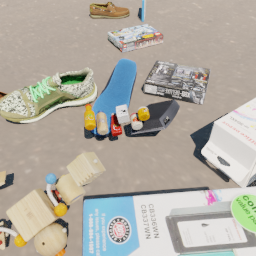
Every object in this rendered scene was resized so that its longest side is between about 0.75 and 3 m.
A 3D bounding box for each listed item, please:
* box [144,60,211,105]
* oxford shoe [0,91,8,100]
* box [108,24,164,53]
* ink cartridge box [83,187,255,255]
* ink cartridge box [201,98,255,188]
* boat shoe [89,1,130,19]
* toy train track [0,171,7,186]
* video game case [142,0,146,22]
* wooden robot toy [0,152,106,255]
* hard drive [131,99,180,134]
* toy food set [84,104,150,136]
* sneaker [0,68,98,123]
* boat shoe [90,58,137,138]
[{"bbox_3d":[1.560,-1.472,8.757,1.839,0.458,1.451,12,43,14],"label":"box"},{"bbox_3d":[-3.955,-0.910,8.112,1.389,0.495,0.496,5,45,10],"label":"oxford shoe"},{"bbox_3d":[0.299,-3.647,11.289,1.880,0.375,1.287,-19,45,-20],"label":"box"},{"bbox_3d":[0.893,2.131,3.450,2.734,1.996,2.005,-4,44,-6],"label":"ink cartridge box"},{"bbox_3d":[2.658,0.324,6.204,1.811,1.134,1.164,-26,48,-28],"label":"ink cartridge box"},{"bbox_3d":[-0.856,-5.615,13.308,1.947,0.662,0.700,-7,42,-8],"label":"boat shoe"},{"bbox_3d":[-3.330,0.994,6.031,1.687,0.479,2.942,-15,37,-6],"label":"toy train track"},{"bbox_3d":[0.759,-5.736,13.225,0.119,0.955,1.335,4,42,5],"label":"video game case"},{"bbox_3d":[-1.277,1.571,4.760,2.513,1.107,1.140,-37,76,0],"label":"wooden robot toy"},{"bbox_3d":[0.701,-0.325,7.117,0.995,0.312,1.475,-9,21,29],"label":"hard drive"},{"bbox_3d":[-0.249,-0.280,6.321,1.413,0.675,0.636,-13,54,2],"label":"toy food set"},{"bbox_3d":[-2.110,-1.066,7.506,2.806,1.243,1.079,-22,69,-22],"label":"sneaker"},{"bbox_3d":[-0.281,-0.716,7.553,1.018,0.831,2.420,27,66,3],"label":"boat shoe"}]
